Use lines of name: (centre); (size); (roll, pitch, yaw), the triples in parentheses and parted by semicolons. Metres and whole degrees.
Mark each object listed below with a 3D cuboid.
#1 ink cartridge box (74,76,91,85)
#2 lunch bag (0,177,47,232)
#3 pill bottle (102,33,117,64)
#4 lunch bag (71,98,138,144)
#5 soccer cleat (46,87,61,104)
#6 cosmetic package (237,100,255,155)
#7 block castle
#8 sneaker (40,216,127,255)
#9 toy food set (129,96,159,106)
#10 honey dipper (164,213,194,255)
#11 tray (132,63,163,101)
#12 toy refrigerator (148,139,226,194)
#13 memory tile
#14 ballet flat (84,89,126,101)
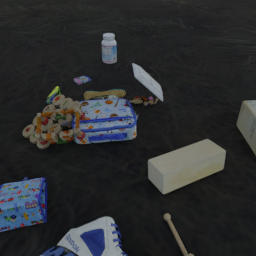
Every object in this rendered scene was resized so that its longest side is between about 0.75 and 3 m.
ink cartridge box: (-2.415, -2.601, 15.036); (0.852, 0.179, 0.508); (-22, 42, -31)
lunch bag: (-3.111, 1.989, 8.195); (1.342, 0.838, 1.782); (-10, 27, -9)
pill bottle: (-1.129, -4.775, 16.805); (0.889, 1.634, 0.889); (1, 35, 0)
lunch bag: (-0.904, -0.282, 11.117); (2.634, 0.995, 2.111); (-6, 38, -7)
soccer cleat: (-3.559, -1.583, 13.376); (0.592, 0.458, 1.416); (-9, 34, 4)
cosmetic package: (4.972, 0.078, 10.382); (0.872, 1.236, 2.387); (-1, 35, -1)
block castle: (-2.408, -0.033, 10.065); (1.699, 0.797, 1.135); (-8, 65, 4)
sneaker: (-0.412, 2.932, 6.423); (2.941, 1.188, 1.699); (14, 40, 21)
toy food set: (0.784, -1.272, 13.176); (1.286, 0.202, 0.817); (8, 35, 24)
honey dipper: (1.328, 2.905, 7.218); (0.340, 0.340, 1.793); (-9, 35, -12)
tray: (0.904, -1.971, 11.881); (0.208, 1.877, 1.008); (-34, 40, 27)
toy refrigerator: (1.919, 1.228, 9.134); (2.425, 0.848, 0.921); (-17, 32, -23)
memory tile: (-2.965, -0.319, 10.879); (1.757, 0.192, 2.293); (27, 70, 39)
ballet flat: (-1.068, -1.401, 13.119); (1.977, 0.678, 0.623); (-3, 64, 0)
